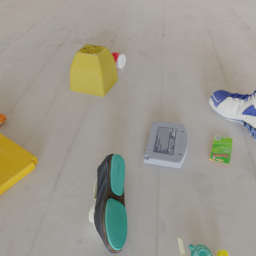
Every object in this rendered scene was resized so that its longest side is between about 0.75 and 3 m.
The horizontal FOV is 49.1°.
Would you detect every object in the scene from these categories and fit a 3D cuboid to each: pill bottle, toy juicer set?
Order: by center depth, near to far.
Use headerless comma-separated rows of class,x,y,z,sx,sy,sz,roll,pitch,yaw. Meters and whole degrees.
toy juicer set,1.588,2.914,6.105,1.144,0.311,0.728,11,58,8
pill bottle,-0.769,-3.317,13.486,1.202,0.675,0.675,16,42,20

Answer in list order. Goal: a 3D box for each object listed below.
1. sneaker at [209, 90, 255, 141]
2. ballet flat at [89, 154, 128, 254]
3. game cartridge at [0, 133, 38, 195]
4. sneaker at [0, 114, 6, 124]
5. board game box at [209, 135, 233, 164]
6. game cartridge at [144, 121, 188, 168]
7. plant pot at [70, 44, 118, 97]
sneaker,4.290,-0.843,9.590,1.195,1.708,2.957,-19,43,-24
ballet flat,-0.508,1.839,6.960,0.945,0.945,2.588,0,49,0
game cartridge,-4.252,1.097,8.284,2.469,0.400,2.176,27,46,26
sneaker,-5.235,-0.500,9.976,1.844,0.711,0.673,10,39,10
board game box,2.972,0.697,8.907,0.594,0.186,1.244,13,38,17
game cartridge,1.271,0.502,9.016,1.267,0.389,1.903,5,39,12
plant pot,-1.445,-2.519,11.710,1.628,1.665,1.617,14,41,16
